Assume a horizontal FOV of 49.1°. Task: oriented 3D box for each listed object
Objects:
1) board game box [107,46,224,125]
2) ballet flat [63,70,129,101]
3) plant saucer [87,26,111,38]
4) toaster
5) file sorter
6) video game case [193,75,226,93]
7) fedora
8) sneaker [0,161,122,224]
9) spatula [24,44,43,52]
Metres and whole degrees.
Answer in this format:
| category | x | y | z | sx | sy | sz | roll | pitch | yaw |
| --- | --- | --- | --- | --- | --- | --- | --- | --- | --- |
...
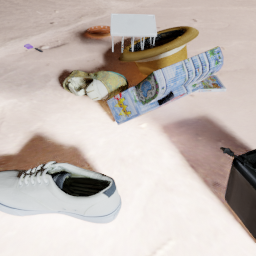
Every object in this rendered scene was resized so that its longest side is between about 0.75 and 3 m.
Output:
| category | x | y | z | sx | sy | sz | roll | pitch | yaw |
| --- | --- | --- | --- | --- | --- | --- | --- | --- | --- |
| board game box | 0.796 | -0.907 | 6.910 | 2.378 | 0.734 | 2.379 | -25 | 1 | -18 |
| ballet flat | -1.016 | -1.155 | 7.904 | 2.422 | 0.856 | 0.856 | 17 | 38 | 43 |
| plant saucer | -1.253 | -4.475 | 13.035 | 1.300 | 0.210 | 1.300 | 0 | 38 | 0 |
| toaster | 2.774 | 1.104 | 4.786 | 1.742 | 1.143 | 1.927 | -12 | 38 | -16 |
| file sorter | 0.143 | -2.975 | 8.958 | 1.394 | 0.868 | 0.967 | 1 | 56 | -3 |
| video game case | 2.325 | -1.429 | 9.024 | 1.384 | 0.125 | 0.991 | -2 | 36 | -3 |
| fedora | 1.070 | -2.426 | 9.250 | 2.697 | 1.100 | 2.697 | -17 | 28 | 10 |
| sneaker | -1.424 | 1.008 | 5.072 | 2.671 | 0.946 | 0.975 | 4 | 37 | 6 |
| spatula | -3.853 | -3.266 | 11.498 | 1.058 | 0.109 | 0.299 | 25 | 45 | 29 |
